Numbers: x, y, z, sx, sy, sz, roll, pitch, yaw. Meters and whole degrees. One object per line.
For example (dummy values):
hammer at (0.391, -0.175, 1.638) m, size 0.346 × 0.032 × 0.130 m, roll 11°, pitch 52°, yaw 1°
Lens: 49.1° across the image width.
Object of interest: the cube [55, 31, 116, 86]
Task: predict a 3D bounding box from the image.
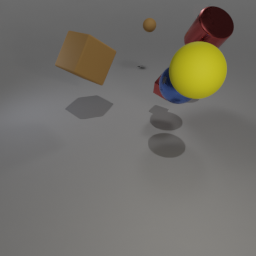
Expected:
cube at (-1.567, -2.581, 10.374) m, size 1.400 × 1.400 × 1.400 m, roll 27°, pitch 5°, yaw 42°

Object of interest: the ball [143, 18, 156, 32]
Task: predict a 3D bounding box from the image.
ball at (1.117, -5.338, 14.526) m, size 0.700 × 0.700 × 0.700 m, roll 0°, pitch 33°, yaw 0°

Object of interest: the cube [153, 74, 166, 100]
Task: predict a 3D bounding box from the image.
cube at (1.507, -1.678, 11.232) m, size 0.700 × 0.700 × 0.700 m, roll 33°, pitch 66°, yaw 16°

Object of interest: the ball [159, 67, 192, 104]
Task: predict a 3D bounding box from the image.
ball at (1.796, -1.547, 9.887) m, size 1.400 × 1.400 × 1.400 m, roll 0°, pitch 33°, yaw 0°

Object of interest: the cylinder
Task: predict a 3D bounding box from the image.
cylinder at (3.084, -3.661, 10.809) m, size 1.400 × 1.400 × 1.400 m, roll 4°, pitch 73°, yaw -13°

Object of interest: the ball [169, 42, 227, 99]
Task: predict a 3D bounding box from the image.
ball at (1.733, -1.432, 7.009) m, size 1.400 × 1.400 × 1.400 m, roll 0°, pitch 33°, yaw 0°
